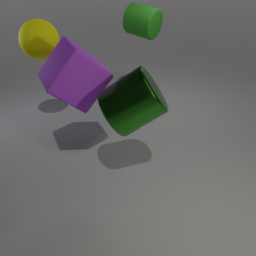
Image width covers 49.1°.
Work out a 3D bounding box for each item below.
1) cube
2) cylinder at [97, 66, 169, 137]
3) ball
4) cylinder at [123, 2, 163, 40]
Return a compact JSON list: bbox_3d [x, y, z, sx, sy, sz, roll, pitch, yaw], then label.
[{"bbox_3d":[-1.556,-1.557,8.193,1.400,1.400,1.400,29,14,-39],"label":"cube"},{"bbox_3d":[0.142,-0.698,7.486,1.400,1.400,1.400,-31,25,16],"label":"cylinder"},{"bbox_3d":[-3.188,-3.178,10.061,1.400,1.400,1.400,0,30,0],"label":"ball"},{"bbox_3d":[0.700,-5.001,13.135,1.400,1.400,1.400,26,38,24],"label":"cylinder"}]
